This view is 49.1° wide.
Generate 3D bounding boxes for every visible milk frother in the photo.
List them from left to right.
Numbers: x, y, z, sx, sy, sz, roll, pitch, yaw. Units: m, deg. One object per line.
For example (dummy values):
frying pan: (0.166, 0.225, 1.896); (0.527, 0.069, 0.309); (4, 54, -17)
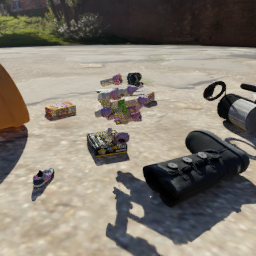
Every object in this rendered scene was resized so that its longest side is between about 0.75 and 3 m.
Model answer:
milk frother: (4.200, -0.874, 11.032); (1.994, 1.799, 1.875); (-4, 21, -16)

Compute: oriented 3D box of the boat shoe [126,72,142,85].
boat shoe: (0.416, -3.405, 18.929); (0.688, 0.863, 2.282); (-1, 21, 15)

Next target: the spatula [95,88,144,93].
spatula: (-0.456, -2.177, 16.742); (2.637, 0.212, 1.834); (-7, 17, -20)

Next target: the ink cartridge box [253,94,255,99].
ink cartridge box: (6.663, -0.663, 11.753); (2.657, 0.665, 2.138); (11, 24, 13)

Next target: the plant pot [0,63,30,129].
plant pot: (-5.262, -0.972, 10.658); (1.870, 2.672, 2.672); (-33, 35, -27)

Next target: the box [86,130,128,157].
box: (-0.749, 0.492, 9.560); (1.097, 0.339, 1.374); (-6, 22, -20)

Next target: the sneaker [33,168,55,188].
sneaker: (-2.259, 1.242, 7.564); (0.309, 0.361, 0.880); (5, 22, 12)

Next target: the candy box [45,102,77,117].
candy box: (-3.147, -0.892, 13.113); (1.269, 0.358, 0.741); (-19, 29, -37)

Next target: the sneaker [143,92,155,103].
sneaker: (1.040, -1.637, 14.904); (0.488, 0.494, 1.263); (2, 17, 35)

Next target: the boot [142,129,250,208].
boot: (1.564, 0.951, 7.770); (2.754, 0.904, 2.270); (-18, 25, -28)

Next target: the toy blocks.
toy blocks: (0.009, -0.600, 8.389); (1.414, 1.570, 1.680); (-10, 51, 22)
